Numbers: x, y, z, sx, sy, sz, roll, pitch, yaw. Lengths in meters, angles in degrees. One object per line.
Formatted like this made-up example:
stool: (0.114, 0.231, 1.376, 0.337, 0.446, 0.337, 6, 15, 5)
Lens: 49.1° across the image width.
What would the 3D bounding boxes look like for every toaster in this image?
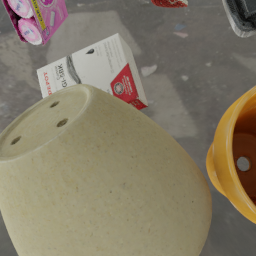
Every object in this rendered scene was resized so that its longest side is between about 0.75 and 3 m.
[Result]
toaster: (2.924, -3.064, 6.641, 1.221, 1.388, 2.149, -20, 91, 20)

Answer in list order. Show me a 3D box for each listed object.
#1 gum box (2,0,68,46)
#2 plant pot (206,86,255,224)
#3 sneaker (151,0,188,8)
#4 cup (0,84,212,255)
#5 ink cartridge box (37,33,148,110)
gum box: (-2.332, -3.348, 6.747, 0.803, 2.429, 1.378, 12, 55, 15)
plant pot: (2.264, 0.522, 4.575, 2.190, 2.005, 2.190, 1, 78, -4)
sneaker: (1.078, -4.192, 7.934, 1.036, 2.661, 1.093, 15, 96, 29)
cup: (-0.589, 0.642, 3.891, 2.888, 2.066, 2.888, -23, 30, 15)
ink cartridge box: (-0.701, -0.770, 5.397, 1.811, 0.750, 1.329, -20, 78, 15)
